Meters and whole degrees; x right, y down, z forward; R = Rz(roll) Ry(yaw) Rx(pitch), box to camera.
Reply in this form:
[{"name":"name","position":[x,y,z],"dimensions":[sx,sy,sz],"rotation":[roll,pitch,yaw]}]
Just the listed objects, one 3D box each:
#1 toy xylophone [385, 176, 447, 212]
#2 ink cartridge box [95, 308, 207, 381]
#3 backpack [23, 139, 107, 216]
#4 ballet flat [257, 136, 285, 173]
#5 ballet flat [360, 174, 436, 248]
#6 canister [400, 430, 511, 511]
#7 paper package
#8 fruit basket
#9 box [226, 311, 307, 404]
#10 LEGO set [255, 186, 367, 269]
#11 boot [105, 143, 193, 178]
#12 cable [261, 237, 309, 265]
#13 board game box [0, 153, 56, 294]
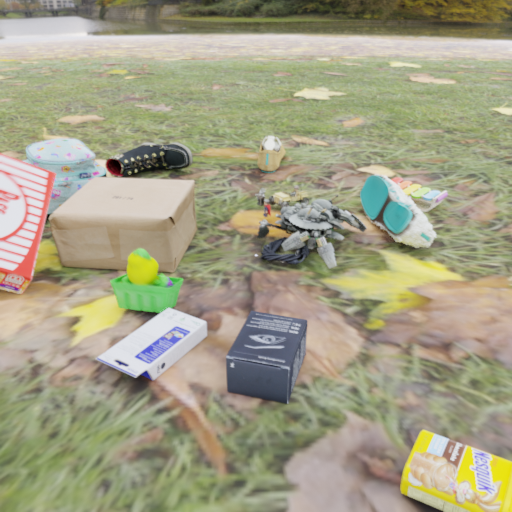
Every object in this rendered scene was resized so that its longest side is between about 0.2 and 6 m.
[{"name":"toy xylophone","position":[3.797,-1.560,13.740],"dimensions":[1.761,0.442,1.289],"rotation":[16,31,28]},{"name":"ink cartridge box","position":[-1.518,1.354,8.341],"dimensions":[0.800,0.316,1.609],"rotation":[17,31,29]},{"name":"backpack","position":[-4.675,-1.806,13.070],"dimensions":[2.066,1.584,1.816],"rotation":[-22,40,-25]},{"name":"ballet flat","position":[0.469,-3.123,16.412],"dimensions":[0.797,0.732,2.321],"rotation":[1,27,2]},{"name":"ballet flat","position":[3.073,-0.905,12.222],"dimensions":[1.024,1.024,2.853],"rotation":[-3,28,-6]},{"name":"canister","position":[2.253,2.442,6.073],"dimensions":[1.163,0.503,0.864],"rotation":[14,31,28]},{"name":"paper package","position":[-2.533,-0.708,11.308],"dimensions":[2.316,1.198,2.207],"rotation":[3,28,7]},{"name":"fruit basket","position":[-1.827,0.360,9.270],"dimensions":[1.142,1.142,0.824],"rotation":[7,12,13]},{"name":"box","position":[0.171,1.395,7.901],"dimensions":[0.897,0.632,1.212],"rotation":[8,29,16]},{"name":"LEGO set","position":[0.989,-0.966,11.810],"dimensions":[2.286,0.998,3.520],"rotation":[-10,30,-30]},{"name":"boot","position":[-2.938,-2.565,15.359],"dimensions":[2.098,0.757,1.585],"rotation":[13,32,35]},{"name":"cable","position":[0.576,-0.090,11.172],"dimensions":[0.945,0.294,1.158],"rotation":[-5,21,8]},{"name":"board game box","position":[-5.269,-0.892,9.570],"dimensions":[3.135,0.726,2.375],"rotation":[19,52,-29]}]
